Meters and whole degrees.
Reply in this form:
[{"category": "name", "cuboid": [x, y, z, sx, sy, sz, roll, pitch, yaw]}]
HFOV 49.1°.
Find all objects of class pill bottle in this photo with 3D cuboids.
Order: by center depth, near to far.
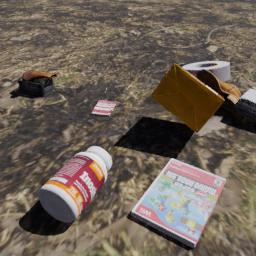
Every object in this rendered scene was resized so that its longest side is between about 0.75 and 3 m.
[{"category": "pill bottle", "cuboid": [-1.422, 1.530, 8.242, 1.265, 1.265, 2.239, 16, 38, 22]}]

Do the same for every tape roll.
[{"category": "tape roll", "cuboid": [3.984, -2.852, 14.403, 2.367, 0.782, 2.367, -8, 21, 3]}]

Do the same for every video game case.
[{"category": "video game case", "cuboid": [1.595, 2.051, 8.400, 1.921, 0.234, 2.687, 20, 40, 26]}]

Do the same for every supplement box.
[{"category": "supplement box", "cuboid": [2.278, -1.175, 10.543, 2.129, 1.433, 2.159, 39, 17, 8]}]

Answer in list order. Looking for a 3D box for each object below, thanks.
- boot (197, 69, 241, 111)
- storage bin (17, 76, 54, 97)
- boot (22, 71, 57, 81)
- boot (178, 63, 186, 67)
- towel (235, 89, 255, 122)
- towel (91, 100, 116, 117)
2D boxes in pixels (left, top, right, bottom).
[{"category": "boot", "cuboid": [4.243, -1.899, 12.952, 2.362, 0.870, 1.827, 50, 38, 1]}, {"category": "storage bin", "cuboid": [-4.615, -2.201, 14.072, 1.523, 0.714, 1.029, 12, 37, 18]}, {"category": "boot", "cuboid": [-4.301, -2.459, 13.591, 1.297, 0.444, 1.221, 11, 18, 19]}, {"category": "boot", "cuboid": [3.440, -3.407, 15.976, 1.221, 0.441, 0.922, -4, 40, 0]}, {"category": "towel", "cuboid": [5.679, -0.802, 11.868, 1.918, 0.821, 1.588, 34, 38, 24]}, {"category": "towel", "cuboid": [-1.095, -0.915, 12.733, 0.866, 0.137, 1.202, 7, 36, 11]}]
